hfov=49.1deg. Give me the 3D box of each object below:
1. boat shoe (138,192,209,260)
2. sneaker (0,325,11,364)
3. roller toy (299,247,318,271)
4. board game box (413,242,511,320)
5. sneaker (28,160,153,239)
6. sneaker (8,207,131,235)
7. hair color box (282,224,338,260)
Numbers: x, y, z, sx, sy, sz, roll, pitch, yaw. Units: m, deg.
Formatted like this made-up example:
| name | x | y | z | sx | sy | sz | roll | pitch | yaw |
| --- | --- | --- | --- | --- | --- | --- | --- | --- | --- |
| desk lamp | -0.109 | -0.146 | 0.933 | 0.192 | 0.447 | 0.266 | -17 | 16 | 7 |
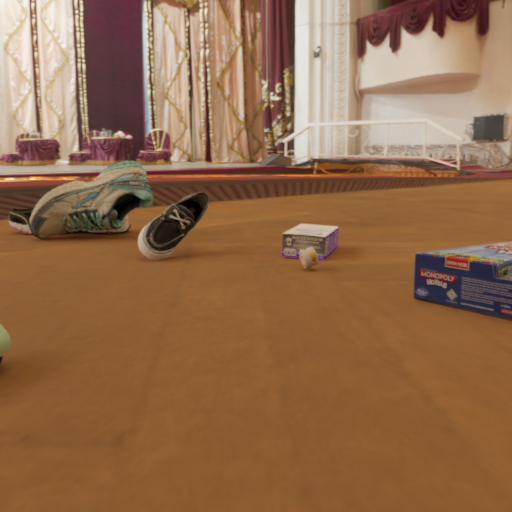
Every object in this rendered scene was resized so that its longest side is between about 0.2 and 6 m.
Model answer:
| name | x | y | z | sx | sy | sz | roll | pitch | yaw |
| --- | --- | --- | --- | --- | --- | --- | --- | --- | --- |
| boat shoe | -1.628 | -0.701 | 11.636 | 0.737 | 0.780 | 2.174 | -43 | 2 | 40 |
| sneaker | -3.274 | 0.813 | 5.546 | 1.719 | 0.633 | 1.014 | 15 | 21 | 21 |
| roller toy | 0.963 | 0.028 | 10.170 | 0.276 | 0.395 | 0.361 | -16 | 47 | -10 |
| board game box | 3.950 | 0.300 | 8.049 | 2.376 | 0.733 | 2.377 | -10 | 15 | -41 |
| sneaker | -3.989 | -1.164 | 13.674 | 3.132 | 1.352 | 1.215 | -30 | -23 | -9 |
| sneaker | -4.932 | -1.298 | 14.931 | 3.113 | 1.344 | 1.251 | -2 | 9 | -7 |
| hair color box | 1.179 | -0.318 | 11.931 | 0.899 | 0.533 | 1.644 | 5 | 10 | 17 |
